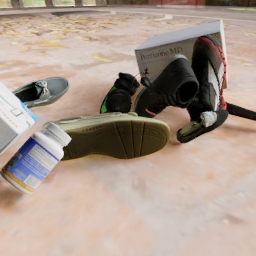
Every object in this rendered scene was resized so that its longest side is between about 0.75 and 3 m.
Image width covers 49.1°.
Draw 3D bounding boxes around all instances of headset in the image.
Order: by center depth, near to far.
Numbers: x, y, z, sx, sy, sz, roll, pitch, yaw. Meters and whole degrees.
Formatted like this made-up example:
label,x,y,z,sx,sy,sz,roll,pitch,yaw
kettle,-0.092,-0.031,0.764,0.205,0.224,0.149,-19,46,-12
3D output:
label,x,y,z,sx,sy,sz,roll,pitch,yaw
headset,-0.014,-0.829,7.266,0.942,2.004,1.237,31,62,-20

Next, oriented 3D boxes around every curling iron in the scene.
label,x,y,z,sx,sy,sz,roll,pitch,yaw
curling iron,2.541,-0.549,7.899,2.960,0.378,0.734,18,41,14

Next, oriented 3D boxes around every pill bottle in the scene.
label,x,y,z,sx,sy,sz,roll,pitch,yaw
pill bottle,-1.674,0.530,5.223,0.714,0.714,1.275,25,71,39

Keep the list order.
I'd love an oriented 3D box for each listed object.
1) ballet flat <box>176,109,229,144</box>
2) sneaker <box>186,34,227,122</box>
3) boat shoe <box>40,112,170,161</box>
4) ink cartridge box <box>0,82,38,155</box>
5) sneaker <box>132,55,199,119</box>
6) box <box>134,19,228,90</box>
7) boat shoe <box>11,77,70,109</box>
label,x,y,z,sx,sy,sz,roll,pitch,yaw
ballet flat,1.731,-0.069,6.616,1.355,0.464,0.461,-34,49,13
sneaker,1.891,-1.081,7.060,1.184,2.423,0.856,-19,19,-39
boat shoe,-0.542,0.104,6.359,2.934,1.070,0.923,-7,34,-1
ink cartridge box,-2.805,-0.263,5.916,0.786,1.362,1.865,-43,13,1
sneaker,0.875,-0.676,6.972,0.777,2.199,1.090,20,31,-31
box,1.930,-2.360,9.546,2.670,1.754,2.684,-6,25,22
boat shoe,-2.671,-1.038,8.405,2.235,0.814,0.690,-26,7,-31
